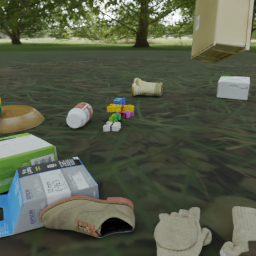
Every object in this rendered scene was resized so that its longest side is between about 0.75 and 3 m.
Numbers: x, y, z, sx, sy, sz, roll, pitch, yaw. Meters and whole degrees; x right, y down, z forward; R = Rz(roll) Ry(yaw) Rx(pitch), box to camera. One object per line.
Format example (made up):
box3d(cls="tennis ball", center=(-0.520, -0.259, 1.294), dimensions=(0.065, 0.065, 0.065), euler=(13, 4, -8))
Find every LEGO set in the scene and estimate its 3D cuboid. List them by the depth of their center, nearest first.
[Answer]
box3d(cls="LEGO set", center=(-0.174, -0.573, 10.051), dimensions=(0.876, 0.814, 2.135), euler=(4, 21, 12))

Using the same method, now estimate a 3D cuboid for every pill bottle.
box3d(cls="pill bottle", center=(-1.707, -0.429, 9.820), dimensions=(0.682, 0.682, 1.216), euler=(3, 19, 8))

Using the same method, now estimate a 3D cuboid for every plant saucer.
box3d(cls="plant saucer", center=(-4.328, -0.411, 10.129), dimensions=(2.474, 0.438, 2.474), euler=(-1, 20, 0))

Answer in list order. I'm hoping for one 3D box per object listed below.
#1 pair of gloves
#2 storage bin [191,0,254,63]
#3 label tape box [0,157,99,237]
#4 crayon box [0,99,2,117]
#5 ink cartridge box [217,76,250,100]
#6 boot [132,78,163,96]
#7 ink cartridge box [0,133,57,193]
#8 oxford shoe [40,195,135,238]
box3d(cls="pair of gloves", center=(1.319, 1.751, 4.115), dimensions=(1.870, 0.328, 1.590), euler=(0, 23, 8))
box3d(cls="storage bin", center=(2.350, -2.782, 7.294), dimensions=(0.870, 1.857, 1.844), euler=(4, 2, -7))
box3d(cls="label tape box", center=(-1.645, 1.200, 5.246), dimensions=(1.876, 0.620, 1.344), euler=(-7, 20, -24))
box3d(cls="crayon box", center=(-4.938, -0.511, 9.263), dimensions=(1.407, 0.410, 1.214), euler=(-27, 40, -6))
box3d(cls="ink cartridge box", center=(5.387, -2.086, 14.304), dimensions=(1.468, 0.845, 2.011), euler=(8, 21, 22))
box3d(cls="boot", center=(1.039, -2.143, 14.649), dimensions=(1.567, 0.734, 2.016), euler=(2, 20, 7))
box3d(cls="ink cartridge box", center=(-2.652, 0.702, 6.577), dimensions=(1.371, 0.703, 1.856), euler=(-14, 18, -35))
box3d(cls="oxford shoe", center=(-0.646, 1.478, 4.569), dimensions=(1.570, 0.553, 0.587), euler=(-4, 25, -8))
